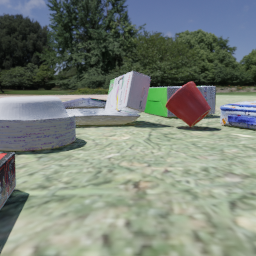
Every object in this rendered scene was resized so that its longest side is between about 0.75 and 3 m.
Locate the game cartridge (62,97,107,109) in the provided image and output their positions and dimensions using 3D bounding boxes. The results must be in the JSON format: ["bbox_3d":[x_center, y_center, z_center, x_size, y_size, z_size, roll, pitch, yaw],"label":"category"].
[{"bbox_3d":[-1.770,-1.091,13.532,1.612,0.477,2.487,-11,-9,38],"label":"game cartridge"}]

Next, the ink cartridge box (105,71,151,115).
[{"bbox_3d":[-0.055,-1.269,10.815,0.804,1.387,1.915,14,-9,-27],"label":"ink cartridge box"}]

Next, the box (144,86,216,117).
[{"bbox_3d":[2.456,-1.356,14.023,2.593,1.421,2.939,-5,8,-18],"label":"box"}]

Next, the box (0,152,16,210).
[{"bbox_3d":[-2.219,0.777,2.390,1.846,0.538,2.696,-1,8,-9],"label":"box"}]

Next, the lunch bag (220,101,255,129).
[{"bbox_3d":[4.474,-0.437,9.602,1.889,0.891,2.358,-8,10,-35],"label":"lunch bag"}]

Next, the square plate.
[{"bbox_3d":[-1.241,-0.471,11.163,2.951,0.420,2.923,-1,8,-12],"label":"square plate"}]

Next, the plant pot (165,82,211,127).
[{"bbox_3d":[2.112,-0.736,9.552,1.283,1.135,1.283,-37,-14,-11],"label":"plant pot"}]

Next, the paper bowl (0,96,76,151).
[{"bbox_3d":[-2.437,-0.201,7.027,2.218,1.153,2.218,-1,8,0],"label":"paper bowl"}]
